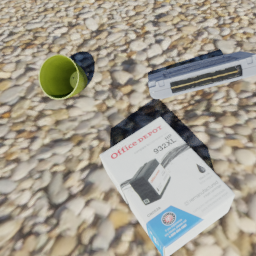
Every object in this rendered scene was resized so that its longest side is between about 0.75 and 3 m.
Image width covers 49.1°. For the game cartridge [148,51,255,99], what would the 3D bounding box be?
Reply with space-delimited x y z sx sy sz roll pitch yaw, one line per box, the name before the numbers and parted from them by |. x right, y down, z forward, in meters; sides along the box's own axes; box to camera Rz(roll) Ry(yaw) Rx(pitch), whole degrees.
game cartridge | 1.958 -1.493 7.724 2.837 0.574 1.892 -13 21 8

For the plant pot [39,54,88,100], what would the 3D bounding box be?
plant pot | -1.713 -1.414 8.142 1.204 1.204 1.287 15 8 13

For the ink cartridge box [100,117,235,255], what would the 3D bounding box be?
ink cartridge box | 0.720 1.122 5.821 1.667 0.962 2.297 -32 56 -12
